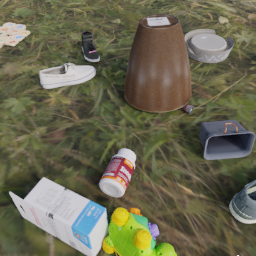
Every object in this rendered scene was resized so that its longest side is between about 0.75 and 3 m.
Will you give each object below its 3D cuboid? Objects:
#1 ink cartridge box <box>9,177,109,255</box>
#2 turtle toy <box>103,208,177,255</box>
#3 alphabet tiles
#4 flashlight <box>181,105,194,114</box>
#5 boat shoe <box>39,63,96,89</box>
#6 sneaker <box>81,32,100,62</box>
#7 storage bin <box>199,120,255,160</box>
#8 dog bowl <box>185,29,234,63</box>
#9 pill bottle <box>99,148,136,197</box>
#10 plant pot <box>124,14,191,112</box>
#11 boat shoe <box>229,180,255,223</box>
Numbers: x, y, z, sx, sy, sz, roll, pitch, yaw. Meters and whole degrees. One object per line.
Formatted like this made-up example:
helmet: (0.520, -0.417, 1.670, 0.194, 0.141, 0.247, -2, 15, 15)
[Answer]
ink cartridge box: (-1.332, 1.688, 5.545, 1.853, 1.075, 0.629, 21, 48, 20)
turtle toy: (0.230, 2.132, 5.230, 1.512, 1.102, 0.764, 37, 35, 29)
alphabet tiles: (-5.325, -3.920, 11.886, 2.066, 0.154, 2.112, 13, 46, 14)
flashlight: (1.619, -0.691, 8.544, 0.764, 0.259, 0.260, 30, 53, 25)
boat shoe: (-2.030, -1.886, 9.481, 1.913, 0.629, 0.688, -13, 46, -13)
sneaker: (-1.469, -3.136, 10.667, 0.536, 0.752, 1.516, -14, 48, -16)
storage bin: (2.472, 0.188, 7.286, 1.255, 0.914, 0.843, -5, 35, -5)
dog bowl: (3.084, -3.167, 10.844, 1.861, 0.546, 1.861, 0, 44, 0)
pill bottle: (-0.200, 1.014, 6.555, 0.611, 0.611, 1.081, 14, 47, 14)
plant pot: (0.890, -2.032, 8.318, 2.166, 2.317, 2.166, -2, 40, 2)
boat shoe: (3.435, 1.370, 6.079, 2.490, 0.769, 0.907, -13, 46, -12)
